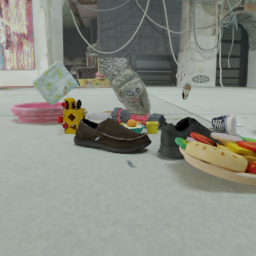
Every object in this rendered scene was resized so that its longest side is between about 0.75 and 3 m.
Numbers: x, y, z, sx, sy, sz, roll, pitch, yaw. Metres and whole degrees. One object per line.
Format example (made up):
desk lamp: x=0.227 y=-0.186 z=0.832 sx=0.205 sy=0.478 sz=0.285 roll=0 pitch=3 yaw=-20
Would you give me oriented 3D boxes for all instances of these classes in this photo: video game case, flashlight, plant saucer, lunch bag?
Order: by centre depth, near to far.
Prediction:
flashlight: x=0.387 y=-0.400 z=11.489 sx=2.288 sy=0.777 sz=0.774 roll=7 pitch=14 yaw=34
lunch bag: x=0.275 y=-1.531 z=12.665 sx=1.296 sy=1.860 sz=1.560 roll=-40 pitch=58 yaw=-8
plant saucer: x=-4.013 y=-0.767 z=13.415 sx=2.965 sy=0.751 sz=2.965 roll=-1 pitch=11 yaw=0
video game case: x=-0.411 y=-0.673 z=14.228 sx=2.004 sy=0.245 sz=2.803 roll=7 pitch=14 yaw=35

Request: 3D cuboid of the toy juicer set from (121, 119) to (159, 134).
toy juicer set: x=-0.053 y=-0.042 z=10.084 sx=2.212 sy=0.602 sz=1.407 roll=-11 pitch=16 yaw=-43

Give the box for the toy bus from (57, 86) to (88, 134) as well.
toy bus: x=-1.944 y=-0.539 z=10.472 sx=0.824 sy=1.504 sz=1.594 roll=3 pitch=-33 yaw=10

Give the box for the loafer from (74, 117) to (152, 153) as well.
loafer: x=-0.540 y=0.155 z=8.262 sx=2.531 sy=0.903 sz=0.924 roll=5 pitch=12 yaw=23

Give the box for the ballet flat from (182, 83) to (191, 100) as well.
ballet flat: x=2.693 y=-1.635 z=12.897 sx=0.392 sy=0.387 sz=1.151 roll=5 pitch=-20 yaw=8

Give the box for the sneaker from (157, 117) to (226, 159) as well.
sneaker: x=1.880 y=0.203 z=7.686 sx=2.321 sy=1.053 sz=0.881 roll=-5 pitch=10 yaw=-30

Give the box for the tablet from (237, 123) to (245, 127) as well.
tablet: x=4.471 y=-0.173 z=12.144 sx=0.693 sy=0.073 sz=1.064 roll=-2 pitch=12 yaw=-12

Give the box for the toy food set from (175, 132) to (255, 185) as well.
toy food set: x=2.256 y=0.570 z=6.137 sx=2.414 sy=0.587 sz=2.390 roll=8 pitch=11 yaw=-4

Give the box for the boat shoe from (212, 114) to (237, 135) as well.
boat shoe: x=3.584 y=-0.097 z=10.569 sx=0.876 sy=0.705 sz=1.888 roll=-10 pitch=4 yaw=25

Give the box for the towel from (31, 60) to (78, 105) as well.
towel: x=-2.960 y=-1.793 z=11.330 sx=1.479 sy=1.266 sz=0.356 roll=-38 pitch=12 yaw=4
